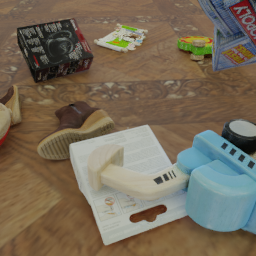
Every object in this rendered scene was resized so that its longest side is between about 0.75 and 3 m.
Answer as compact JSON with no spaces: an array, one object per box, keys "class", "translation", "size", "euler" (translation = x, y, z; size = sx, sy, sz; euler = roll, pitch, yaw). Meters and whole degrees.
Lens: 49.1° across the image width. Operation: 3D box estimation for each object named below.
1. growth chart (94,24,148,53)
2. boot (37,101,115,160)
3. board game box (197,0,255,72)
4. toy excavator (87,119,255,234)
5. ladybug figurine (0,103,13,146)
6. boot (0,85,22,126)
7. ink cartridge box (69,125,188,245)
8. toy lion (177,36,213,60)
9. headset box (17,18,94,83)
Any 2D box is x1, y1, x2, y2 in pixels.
[{"class":"growth chart","translation":[-0.201,-3.903,12.122],"size":[1.907,0.234,2.635],"euler":[17,41,19]},{"class":"boot","translation":[-1.455,-0.027,6.783],"size":[1.952,0.706,1.624],"euler":[-23,34,-29]},{"class":"board game box","translation":[2.492,-2.112,5.379],"size":[2.595,2.597,0.801],"euler":[-16,60,42]},{"class":"toy excavator","translation":[1.059,0.855,4.714],"size":[2.814,1.406,2.736],"euler":[-18,40,-28]},{"class":"ladybug figurine","translation":[-3.767,0.281,5.920],"size":[2.755,0.991,1.870],"euler":[-24,46,-27]},{"class":"boot","translation":[-3.559,-0.570,7.401],"size":[1.357,0.590,1.631],"euler":[-9,41,-15]},{"class":"ink cartridge box","translation":[-0.001,1.025,5.492],"size":[1.829,0.642,2.251],"euler":[-14,53,-18]},{"class":"toy lion","translation":[3.048,-3.269,11.022],"size":[2.070,0.711,1.984],"euler":[-1,30,-2]},{"class":"headset box","translation":[-2.307,-2.625,9.300],"size":[2.192,0.847,1.632],"euler":[-22,78,-26]}]
